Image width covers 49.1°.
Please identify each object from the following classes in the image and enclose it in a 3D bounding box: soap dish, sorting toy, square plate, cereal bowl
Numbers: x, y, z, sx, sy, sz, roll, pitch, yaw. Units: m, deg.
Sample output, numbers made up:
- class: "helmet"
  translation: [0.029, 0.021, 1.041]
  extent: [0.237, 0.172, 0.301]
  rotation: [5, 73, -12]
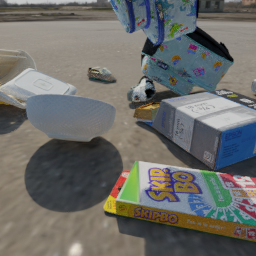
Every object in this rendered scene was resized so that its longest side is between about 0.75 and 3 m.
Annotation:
- class: "soap dish"
  translation: [0.665, -0.440, 7.405]
  extent: [0.872, 0.354, 0.686]
  rotation: [-22, 21, -39]
- class: "sorting toy"
  translation: [-3.641, -1.326, 8.361]
  extent: [2.654, 1.575, 2.948]
  rotation: [28, 19, 18]
- class: "square plate"
  translation: [-2.616, -1.238, 8.517]
  extent: [1.821, 0.259, 1.804]
  rotation: [23, 31, -3]
- class: "cereal bowl"
  translation: [-1.218, -0.138, 5.983]
  extent: [1.872, 0.780, 1.872]
  rotation: [5, -6, 1]

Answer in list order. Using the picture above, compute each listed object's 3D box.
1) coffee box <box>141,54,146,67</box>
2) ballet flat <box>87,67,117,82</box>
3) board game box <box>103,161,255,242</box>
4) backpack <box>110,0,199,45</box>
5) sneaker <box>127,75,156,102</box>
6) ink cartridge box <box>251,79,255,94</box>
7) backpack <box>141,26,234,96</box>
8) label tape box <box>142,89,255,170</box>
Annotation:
- class: "coffee box"
  translation: [1.189, -3.177, 13.211]
  extent: [1.082, 0.619, 0.431]
  rotation: [9, 27, 21]
- class: "ballet flat"
  translation: [-1.066, -2.170, 11.166]
  extent: [1.441, 0.485, 0.491]
  rotation: [14, 28, 27]
- class: "board game box"
  translation: [0.956, 1.052, 4.361]
  extent: [2.493, 0.374, 1.191]
  rotation: [4, 24, 15]
- class: "backpack"
  translation: [0.379, -2.664, 5.267]
  extent: [1.525, 2.075, 1.899]
  rotation: [-24, 52, 1]
- class: "sneaker"
  translation: [0.629, -1.233, 9.053]
  extent: [0.719, 0.602, 1.625]
  rotation: [11, 36, 22]
- class: "ink cartridge box"
  translation: [5.529, -1.019, 8.621]
  extent: [2.331, 0.554, 2.358]
  rotation: [-4, 30, -9]
- class: "backpack"
  translation: [1.841, -2.244, 9.068]
  extent: [2.801, 2.147, 2.462]
  rotation: [21, 23, -4]
- class: "label tape box"
  translation: [1.826, -0.278, 6.554]
  extent: [2.013, 0.884, 2.792]
  rotation: [-13, 28, -26]
